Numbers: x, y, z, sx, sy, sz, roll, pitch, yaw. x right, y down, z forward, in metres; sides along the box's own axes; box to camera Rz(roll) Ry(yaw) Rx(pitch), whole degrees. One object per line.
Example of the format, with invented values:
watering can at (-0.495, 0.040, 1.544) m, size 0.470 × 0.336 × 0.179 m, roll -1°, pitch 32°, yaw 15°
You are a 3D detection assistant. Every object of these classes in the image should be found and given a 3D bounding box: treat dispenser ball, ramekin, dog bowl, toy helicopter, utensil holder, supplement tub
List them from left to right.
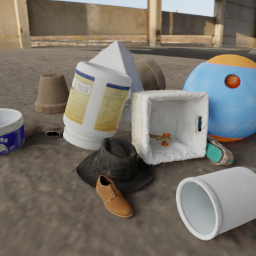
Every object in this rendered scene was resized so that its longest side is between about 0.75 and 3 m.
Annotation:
dog bowl at (-4.795, 0.126, 9.468) m, size 2.436 × 0.959 × 2.436 m, roll 0°, pitch 20°, yaw 0°
supplement tub at (-1.051, -0.709, 9.043) m, size 1.787 × 2.475 × 1.787 m, roll 17°, pitch 16°, yaw -5°
ramekin at (0.142, -0.342, 10.205) m, size 1.219 × 1.219 × 0.594 m, roll -3°, pitch 65°, yaw -7°
toy helicopter at (0.972, 0.280, 8.966) m, size 0.947 × 0.374 × 0.627 m, roll 11°, pitch 11°, yaw 25°
utensil holder at (1.904, 1.470, 5.703) m, size 1.402 × 1.191 × 1.191 m, roll -7°, pitch 22°, yaw -27°
treat dispenser ball at (3.365, -1.011, 9.677) m, size 2.965 × 2.965 × 2.965 m, roll 0°, pitch 21°, yaw 0°

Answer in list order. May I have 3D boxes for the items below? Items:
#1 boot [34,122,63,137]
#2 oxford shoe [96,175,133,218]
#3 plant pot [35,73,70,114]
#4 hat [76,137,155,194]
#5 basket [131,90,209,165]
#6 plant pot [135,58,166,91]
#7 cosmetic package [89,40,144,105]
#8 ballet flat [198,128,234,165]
boot at (-2.970, 0.089, 10.385) m, size 1.094 × 0.384 × 0.800 m, roll -2°, pitch 21°, yaw -10°
oxford shoe at (-0.343, 1.547, 6.378) m, size 0.458 × 0.458 × 1.285 m, roll -18°, pitch 38°, yaw -35°
plant pot at (-3.560, -1.701, 13.355) m, size 1.875 × 1.636 × 1.875 m, roll -1°, pitch 22°, yaw 0°
hat at (-0.380, 0.814, 7.709) m, size 2.313 × 0.933 × 2.313 m, roll 0°, pitch 22°, yaw 0°
basket at (1.173, -0.147, 8.637) m, size 2.026 × 2.008 × 1.630 m, roll -5°, pitch 14°, yaw -18°
plant pot at (0.471, -2.170, 14.313) m, size 1.972 × 2.273 × 2.273 m, roll -32°, pitch 35°, yaw -26°
cosmetic package at (-0.435, -1.824, 11.301) m, size 1.662 × 2.946 × 1.195 m, roll -28°, pitch -32°, yaw 27°
ballet flat at (2.575, 0.605, 8.847) m, size 0.696 × 0.705 × 2.070 m, roll 13°, pitch 21°, yaw -23°
